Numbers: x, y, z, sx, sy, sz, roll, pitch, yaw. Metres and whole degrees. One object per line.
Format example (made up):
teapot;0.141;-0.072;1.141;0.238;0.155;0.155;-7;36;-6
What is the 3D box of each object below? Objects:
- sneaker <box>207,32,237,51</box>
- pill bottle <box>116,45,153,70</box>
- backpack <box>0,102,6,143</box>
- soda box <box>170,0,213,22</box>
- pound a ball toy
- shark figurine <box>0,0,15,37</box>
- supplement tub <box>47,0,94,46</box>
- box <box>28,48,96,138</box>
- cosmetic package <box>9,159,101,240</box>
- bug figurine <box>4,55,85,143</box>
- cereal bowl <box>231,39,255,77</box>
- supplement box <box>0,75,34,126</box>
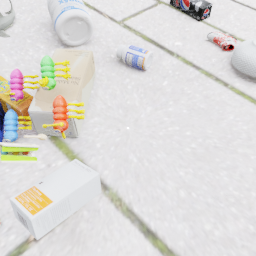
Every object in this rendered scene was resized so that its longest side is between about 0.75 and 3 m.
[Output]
sneaker;3.656;-3.384;10.977;1.194;0.399;0.640;18;51;11
pill bottle;0.232;-2.608;10.167;1.240;0.695;0.695;24;55;19
backpack;-4.469;-0.406;7.227;2.020;2.486;2.086;-9;51;-9
soda box;2.793;-5.581;12.603;0.705;0.631;1.993;-31;57;-22
pound a ball toy;-1.835;0.328;4.826;0.331;0.780;0.509;9;91;40
shark figurine;-5.245;-4.671;11.698;1.385;0.967;2.318;19;55;13
supplement tub;-2.333;-4.468;11.160;1.479;1.479;2.242;-16;54;-13
box;-1.917;-1.150;8.707;1.345;1.101;2.833;4;51;3
cosmetic package;-1.336;1.296;5.387;0.778;0.546;1.533;23;39;36
bug figurine;-2.498;-0.677;7.439;2.868;0.738;2.224;-11;80;32
cereal bowl;4.785;-2.612;9.905;2.036;0.848;2.036;1;42;-1
supplement box;-3.705;-0.932;8.812;2.105;0.724;0.700;29;54;24
